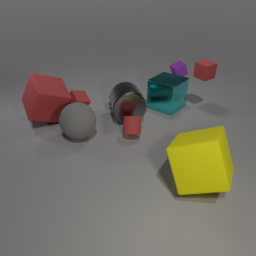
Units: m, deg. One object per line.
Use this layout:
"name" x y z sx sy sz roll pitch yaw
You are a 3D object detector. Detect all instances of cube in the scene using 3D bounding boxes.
"cube" -3.387 -1.219 11.559 1.400 1.400 1.400 4 41 -38
"cube" 1.831 -1.637 13.009 1.400 1.400 1.400 21 37 31
"cube" 2.938 -3.368 16.164 0.700 0.700 0.700 -27 35 -5
"cube" 3.424 -2.568 12.421 0.700 0.700 0.700 -20 39 -31
"cube" -2.180 -1.165 12.215 0.700 0.700 0.700 -5 55 -46
"cube" 2.071 0.894 7.891 1.400 1.400 1.400 -11 11 27

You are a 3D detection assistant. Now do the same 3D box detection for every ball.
"ball" -1.906 -0.274 10.664 1.400 1.400 1.400 0 31 0

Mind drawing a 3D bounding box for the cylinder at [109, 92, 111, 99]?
"cylinder" -0.433 -1.524 13.193 0.700 0.700 0.700 26 24 -21

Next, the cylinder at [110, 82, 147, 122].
"cylinder" -0.019 -1.103 11.998 1.400 1.400 1.400 -5 28 -8

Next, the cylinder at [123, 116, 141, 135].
"cylinder" 0.166 -0.095 10.882 0.700 0.700 0.700 2 0 0
